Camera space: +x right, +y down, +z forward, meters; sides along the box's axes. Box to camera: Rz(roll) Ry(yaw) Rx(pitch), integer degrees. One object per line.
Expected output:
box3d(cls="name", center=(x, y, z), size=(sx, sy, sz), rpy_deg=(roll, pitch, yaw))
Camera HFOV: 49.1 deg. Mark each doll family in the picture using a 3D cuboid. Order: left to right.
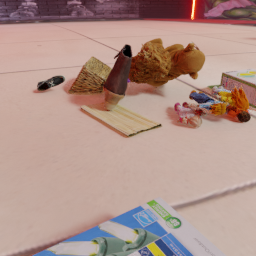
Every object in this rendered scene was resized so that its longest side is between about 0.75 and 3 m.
box3d(cls="doll family", center=(2.665, -0.758, 8.478), size=(2.520, 1.135, 1.564), rpy_deg=(-7, 27, -13))

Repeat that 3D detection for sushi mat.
box3d(cls="sushi mat", center=(-0.304, -0.389, 8.844), size=(1.288, 0.163, 2.693), rpy_deg=(-19, 32, -34))

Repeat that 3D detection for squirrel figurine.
box3d(cls="squirrel figurine", center=(1.405, -2.319, 10.332), size=(2.706, 1.915, 2.526), rpy_deg=(-20, 22, -37))

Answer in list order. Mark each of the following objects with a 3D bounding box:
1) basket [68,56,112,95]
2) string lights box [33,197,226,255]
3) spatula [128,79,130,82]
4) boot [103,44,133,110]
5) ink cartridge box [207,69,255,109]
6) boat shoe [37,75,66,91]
box3d(cls="basket", center=(-1.416, -1.915, 11.538), size=(1.302, 1.359, 1.824), rpy_deg=(32, 24, -10))
box3d(cls="string lights box", center=(-0.312, 1.966, 3.178), size=(2.784, 0.821, 1.431), rpy_deg=(-16, 30, -30))
box3d(cls="spatula", center=(0.459, -2.179, 12.520), size=(1.892, 0.194, 0.535), rpy_deg=(2, 27, 4))
box3d(cls="boot", center=(-0.226, -1.858, 9.438), size=(0.850, 1.955, 2.350), rpy_deg=(18, 29, -9))
box3d(cls="ink cartridge box", center=(4.549, -1.624, 10.577), size=(1.537, 0.878, 2.960), rpy_deg=(-11, 28, -21))
box3d(cls="boat shoe", center=(-2.992, -1.729, 10.928), size=(1.184, 0.425, 0.400), rpy_deg=(-16, 37, 8))
